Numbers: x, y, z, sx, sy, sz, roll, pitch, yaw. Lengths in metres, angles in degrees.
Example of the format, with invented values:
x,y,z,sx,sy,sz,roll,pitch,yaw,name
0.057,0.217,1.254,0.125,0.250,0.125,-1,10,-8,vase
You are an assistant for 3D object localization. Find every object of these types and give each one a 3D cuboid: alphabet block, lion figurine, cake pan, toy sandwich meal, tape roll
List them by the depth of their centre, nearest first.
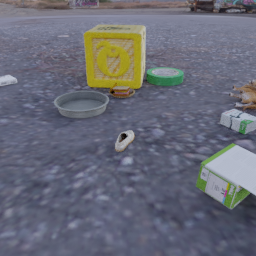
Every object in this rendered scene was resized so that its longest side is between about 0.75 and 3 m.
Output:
x,y,z,sx,sy,sz,roll,pitch,yaw,name
-1.821,-0.946,11.116,2.142,0.393,2.142,0,28,0,cake pan
5.011,-1.231,11.489,1.312,0.777,2.143,8,41,-1,lion figurine
-0.283,-1.720,12.559,1.300,0.445,1.300,0,27,0,toy sandwich meal
-0.526,-3.615,13.880,2.670,2.656,2.719,1,28,7,alphabet block
1.894,-2.666,14.399,1.879,0.452,1.879,0,28,0,tape roll

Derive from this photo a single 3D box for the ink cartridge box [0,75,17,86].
x,y,z,sx,sy,sz,roll,pitch,yaw,name
-6.213,-2.402,14.143,0.857,0.267,1.066,-21,30,-35,ink cartridge box

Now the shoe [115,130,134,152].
x,y,z,sx,sy,sz,roll,pitch,yaw,name
-0.087,0.325,8.721,0.402,0.307,1.151,4,28,20,shoe

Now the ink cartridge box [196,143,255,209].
x,y,z,sx,sy,sz,roll,pitch,yaw,name
2.814,1.296,6.420,1.456,0.746,1.969,-22,39,-36,ink cartridge box

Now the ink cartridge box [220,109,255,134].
x,y,z,sx,sy,sz,roll,pitch,yaw,name
3.847,-0.241,9.708,0.753,0.427,1.028,-19,33,-32,ink cartridge box
